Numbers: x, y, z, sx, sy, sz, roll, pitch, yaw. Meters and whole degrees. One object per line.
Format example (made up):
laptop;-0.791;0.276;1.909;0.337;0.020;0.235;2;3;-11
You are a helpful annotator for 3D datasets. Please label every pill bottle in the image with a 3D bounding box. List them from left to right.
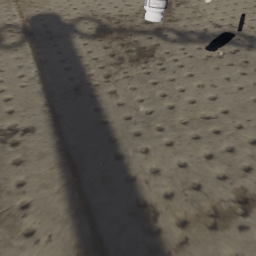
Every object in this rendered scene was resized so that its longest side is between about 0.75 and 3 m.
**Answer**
pill bottle;0.779;-3.505;7.612;0.624;1.077;0.624;5;33;-3

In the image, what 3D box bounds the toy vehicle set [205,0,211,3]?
toy vehicle set;2.482;-4.973;9.308;0.175;1.319;0.820;-10;54;33
